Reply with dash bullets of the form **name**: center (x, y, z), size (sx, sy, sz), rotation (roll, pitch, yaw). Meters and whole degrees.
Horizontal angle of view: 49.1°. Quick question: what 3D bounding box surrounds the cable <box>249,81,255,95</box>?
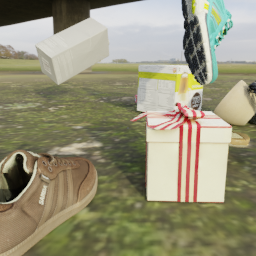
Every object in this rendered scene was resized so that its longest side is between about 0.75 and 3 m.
- **cable**: center (4.618, -0.714, 8.528), size (2.096, 0.532, 1.710), rotation (48, 20, 11)

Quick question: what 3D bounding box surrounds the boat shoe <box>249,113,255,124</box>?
- **boat shoe**: center (4.418, -0.618, 9.979), size (0.710, 0.816, 2.215), rotation (1, 16, -22)

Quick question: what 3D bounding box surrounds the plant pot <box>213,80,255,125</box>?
- **plant pot**: center (3.648, -0.669, 9.231), size (1.013, 1.509, 1.509), rotation (42, 28, 15)

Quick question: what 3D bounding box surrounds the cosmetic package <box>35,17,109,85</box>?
- **cosmetic package**: center (-2.060, -3.034, 10.936), size (1.206, 1.429, 2.675), rotation (38, 60, 24)

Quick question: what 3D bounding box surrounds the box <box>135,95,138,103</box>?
- **box**: center (0.805, -1.510, 14.488), size (0.833, 0.397, 0.415), rotation (-2, 13, -10)

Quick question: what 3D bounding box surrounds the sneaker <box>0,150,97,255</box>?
- **sneaker**: center (-1.120, 0.706, 3.769), size (0.935, 1.003, 2.655), rotation (4, 14, 16)

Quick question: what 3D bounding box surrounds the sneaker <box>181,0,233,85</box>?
- **sneaker**: center (2.059, -2.538, 6.953), size (1.181, 2.965, 1.149), rotation (2, -7, -8)

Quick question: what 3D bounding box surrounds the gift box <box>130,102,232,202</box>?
- **gift box**: center (0.780, 0.328, 4.541), size (1.485, 1.386, 1.370), rotation (1, 13, -2)

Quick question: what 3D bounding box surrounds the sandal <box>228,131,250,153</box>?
- **sandal**: center (1.785, 0.372, 6.256), size (0.952, 0.640, 2.371), rotation (1, -2, -18)

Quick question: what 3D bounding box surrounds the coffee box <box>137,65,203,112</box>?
- **coffee box**: center (1.722, -1.566, 11.372), size (1.940, 1.918, 1.937), rotation (14, 19, 43)
